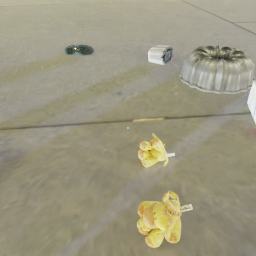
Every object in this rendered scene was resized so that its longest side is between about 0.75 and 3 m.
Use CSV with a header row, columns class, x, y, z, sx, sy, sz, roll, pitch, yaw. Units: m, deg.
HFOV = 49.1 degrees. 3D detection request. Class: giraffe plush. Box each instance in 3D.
class,x,y,z,sx,sy,sz,roll,pitch,yaw
giraffe plush,0.598,0.446,6.270,0.782,0.674,0.634,6,25,-7
giraffe plush,0.514,1.335,4.148,0.916,0.742,0.790,-33,68,4

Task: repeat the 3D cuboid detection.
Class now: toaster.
class,x,y,z,sx,sy,sz,roll,pitch,yaw
toaster,1.325,-2.989,11.441,0.748,0.658,1.158,15,36,28

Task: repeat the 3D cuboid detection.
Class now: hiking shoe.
class,x,y,z,sx,sy,sz,roll,pitch,yaw
hiking shoe,-2.118,-3.527,12.401,1.294,0.481,0.561,4,34,7

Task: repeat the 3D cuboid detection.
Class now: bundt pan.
class,x,y,z,sx,sy,sz,roll,pitch,yaw
bundt pan,3.213,-2.216,9.948,2.651,0.995,2.651,1,33,0

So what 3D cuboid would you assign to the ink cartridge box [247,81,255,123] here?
class,x,y,z,sx,sy,sz,roll,pitch,yaw
ink cartridge box,4.154,-0.517,7.514,1.384,0.786,1.899,5,34,8
